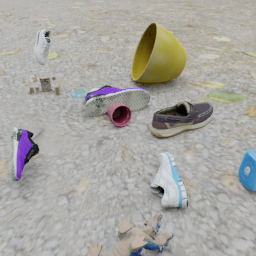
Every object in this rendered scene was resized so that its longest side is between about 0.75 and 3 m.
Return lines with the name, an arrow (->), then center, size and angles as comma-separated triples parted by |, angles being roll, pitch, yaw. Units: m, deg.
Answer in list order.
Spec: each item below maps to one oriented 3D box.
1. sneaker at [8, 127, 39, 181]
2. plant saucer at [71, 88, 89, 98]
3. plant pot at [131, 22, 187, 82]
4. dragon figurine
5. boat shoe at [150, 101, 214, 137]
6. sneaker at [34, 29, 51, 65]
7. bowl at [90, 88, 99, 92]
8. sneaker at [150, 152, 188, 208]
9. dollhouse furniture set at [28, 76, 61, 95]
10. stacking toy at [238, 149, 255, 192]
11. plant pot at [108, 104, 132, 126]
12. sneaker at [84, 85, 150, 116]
sneaker -> -2.971, 0.737, 8.105 | 0.809, 0.565, 1.626 | 9, 57, -32
plant saucer -> -2.191, -1.632, 12.785 | 0.860, 0.166, 0.860 | 1, 34, 0
plant pot -> 1.605, -3.330, 13.445 | 1.985, 2.797, 2.797 | 16, 30, -18
dragon figurine -> -0.154, 2.746, 5.752 | 2.791, 1.388, 0.821 | -40, 49, -18
boat shoe -> 2.115, -0.520, 10.441 | 2.921, 0.947, 1.051 | -18, 38, -25
sneaker -> -3.167, -3.044, 10.533 | 0.537, 1.333, 0.509 | 3, 2, 32
bowl -> -1.411, -1.501, 12.373 | 0.868, 0.407, 0.868 | 0, 35, 0
sneaker -> 0.998, 1.408, 7.866 | 0.851, 0.736, 1.964 | -9, 35, -4
dollhouse furniture set -> -3.814, -1.899, 12.699 | 1.368, 0.709, 0.606 | -4, 33, -6
stacking toy -> 4.191, 1.270, 8.016 | 1.764, 0.968, 1.024 | 5, 24, -11
plant pot -> -0.386, -0.551, 10.701 | 0.839, 0.839, 0.751 | -16, 22, -22
sneaker -> -0.496, -1.347, 11.650 | 2.756, 0.958, 1.370 | -8, 34, -12
